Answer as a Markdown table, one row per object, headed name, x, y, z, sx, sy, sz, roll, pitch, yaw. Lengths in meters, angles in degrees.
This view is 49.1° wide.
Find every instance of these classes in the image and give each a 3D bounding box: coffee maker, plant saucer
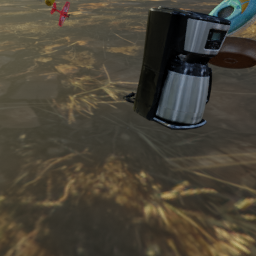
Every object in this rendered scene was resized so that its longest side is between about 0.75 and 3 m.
| name | x | y | z | sx | sy | sz | roll | pitch | yaw |
| --- | --- | --- | --- | --- | --- | --- | --- | --- | --- |
| coffee maker | 0.642 | -1.023 | 4.556 | 1.644 | 1.711 | 1.153 | 19 | 23 | 23 |
| plant saucer | 2.446 | -1.715 | 6.639 | 1.643 | 0.300 | 1.643 | 10 | -2 | 0 |

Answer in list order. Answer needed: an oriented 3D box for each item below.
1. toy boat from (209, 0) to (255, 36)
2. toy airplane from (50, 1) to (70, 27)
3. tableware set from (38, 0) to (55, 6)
| name | x | y | z | sx | sy | sz | roll | pitch | yaw |
| --- | --- | --- | --- | --- | --- | --- | --- | --- | --- |
| toy boat | 3.466 | -3.299 | 8.373 | 1.867 | 1.032 | 2.221 | -42 | 52 | 1 |
| toy airplane | -2.391 | -4.077 | 9.888 | 0.168 | 0.914 | 0.914 | 28 | 41 | 26 |
| tableware set | -2.065 | -4.206 | 7.649 | 1.315 | 1.953 | 0.300 | 19 | 56 | -19 |
